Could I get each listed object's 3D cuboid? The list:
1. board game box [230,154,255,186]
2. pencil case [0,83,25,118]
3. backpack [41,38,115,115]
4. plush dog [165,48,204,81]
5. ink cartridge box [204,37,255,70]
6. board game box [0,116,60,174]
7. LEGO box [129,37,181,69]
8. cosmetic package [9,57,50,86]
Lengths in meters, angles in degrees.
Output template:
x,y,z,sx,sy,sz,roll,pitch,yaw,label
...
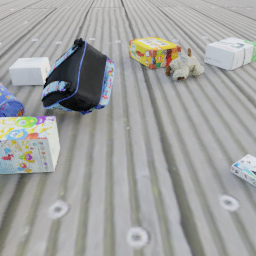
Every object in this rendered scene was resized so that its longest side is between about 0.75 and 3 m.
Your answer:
x,y,z,sx,sy,sz,roll,pitch,yaw,label
2.572,0.901,5.403,0.611,0.167,0.967,-22,38,-31,board game box
-3.420,-0.720,7.523,0.722,0.648,1.662,-41,47,-18,pencil case
-1.404,-1.137,7.329,1.845,1.241,1.685,-17,58,44,backpack
1.879,-2.207,9.803,1.250,1.003,1.074,-18,13,-27,plush dog
4.045,-2.941,10.978,1.740,0.731,1.270,-25,40,-34,ink cartridge box
-2.294,0.335,5.627,1.640,0.860,0.845,-2,33,-3,board game box
1.038,-3.038,11.156,1.342,0.695,1.802,-15,35,-23,LEGO box
-3.264,-1.914,9.425,1.043,0.641,1.039,-3,32,1,cosmetic package
